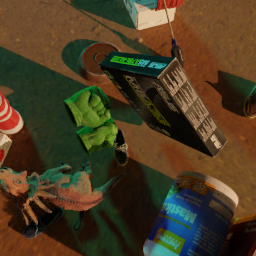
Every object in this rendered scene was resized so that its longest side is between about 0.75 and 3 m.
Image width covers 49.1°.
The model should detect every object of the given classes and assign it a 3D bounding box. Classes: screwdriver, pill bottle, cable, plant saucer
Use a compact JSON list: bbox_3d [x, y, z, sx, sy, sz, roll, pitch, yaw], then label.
[{"bbox_3d":[1.478,-3.180,9.259,0.365,0.350,2.512,-18,105,-20],"label":"screwdriver"},{"bbox_3d":[1.365,2.647,6.708,1.635,1.635,2.918,26,69,11],"label":"pill bottle"},{"bbox_3d":[-1.284,2.414,7.680,0.375,0.194,0.771,10,78,-14],"label":"cable"},{"bbox_3d":[-0.904,-2.332,9.652,1.731,0.298,1.731,0,66,-1],"label":"plant saucer"}]

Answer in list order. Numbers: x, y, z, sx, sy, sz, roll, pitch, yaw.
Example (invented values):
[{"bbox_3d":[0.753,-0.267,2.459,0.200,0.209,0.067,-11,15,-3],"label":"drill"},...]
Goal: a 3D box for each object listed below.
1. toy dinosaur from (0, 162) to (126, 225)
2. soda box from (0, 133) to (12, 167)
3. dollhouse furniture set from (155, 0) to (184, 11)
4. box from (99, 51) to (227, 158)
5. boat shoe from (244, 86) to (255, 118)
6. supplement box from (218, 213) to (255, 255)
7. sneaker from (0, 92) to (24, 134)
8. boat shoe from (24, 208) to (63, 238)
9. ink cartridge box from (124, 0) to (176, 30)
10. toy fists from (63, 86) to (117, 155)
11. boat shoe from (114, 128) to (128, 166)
[{"bbox_3d":[-1.530,1.566,6.816,2.955,2.003,1.268,3,91,-1],"label":"toy dinosaur"},{"bbox_3d":[-4.038,1.021,7.985,0.586,0.627,1.841,14,68,6],"label":"soda box"},{"bbox_3d":[1.303,-5.145,8.796,1.002,2.464,1.326,-13,68,-9],"label":"dollhouse furniture set"},{"bbox_3d":[0.799,-0.641,6.931,0.648,2.729,2.636,-47,35,-8],"label":"box"},{"bbox_3d":[4.116,-0.992,8.920,0.535,0.536,1.448,24,68,10],"label":"boat shoe"},{"bbox_3d":[2.873,3.218,6.191,1.444,2.145,2.175,35,71,14],"label":"supplement box"},{"bbox_3d":[-4.655,-0.885,8.245,2.982,1.677,1.062,20,68,9],"label":"sneaker"},{"bbox_3d":[-2.299,2.474,7.473,1.146,0.393,0.482,-40,72,-15],"label":"boat shoe"},{"bbox_3d":[0.695,-4.855,10.432,1.504,0.868,2.067,-18,67,-8],"label":"ink cartridge box"},{"bbox_3d":[-0.881,-0.169,7.604,1.110,2.177,0.749,-33,48,-19],"label":"toy fists"},{"bbox_3d":[-0.213,0.552,8.346,0.417,0.344,1.114,-2,66,-1],"label":"boat shoe"}]
